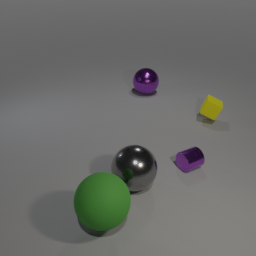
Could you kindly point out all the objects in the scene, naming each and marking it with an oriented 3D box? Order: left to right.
[{"bbox_3d":[-0.630,1.797,6.919,1.400,1.400,1.400,0,30,0],"label":"ball"},{"bbox_3d":[0.191,1.206,8.477,1.400,1.400,1.400,0,30,0],"label":"ball"},{"bbox_3d":[0.957,-2.499,14.978,1.400,1.400,1.400,0,30,0],"label":"ball"},{"bbox_3d":[2.093,1.052,9.464,0.700,0.700,0.700,-17,34,-26],"label":"cylinder"},{"bbox_3d":[3.620,-0.895,12.158,0.700,0.700,0.700,27,32,1],"label":"cube"}]
